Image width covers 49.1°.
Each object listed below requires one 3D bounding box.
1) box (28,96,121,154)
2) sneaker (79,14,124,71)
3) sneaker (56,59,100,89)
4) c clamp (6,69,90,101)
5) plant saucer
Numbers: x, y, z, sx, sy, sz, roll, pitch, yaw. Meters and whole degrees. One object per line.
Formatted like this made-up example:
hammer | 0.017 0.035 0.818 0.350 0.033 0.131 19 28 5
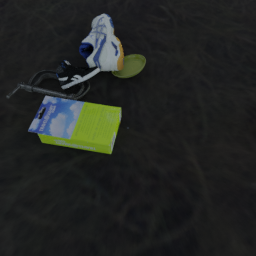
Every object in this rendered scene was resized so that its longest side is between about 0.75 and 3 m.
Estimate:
box | -1.268 -0.103 6.995 2.010 0.479 1.225 9 54 7
sneaker | -0.972 -2.709 8.658 1.175 1.004 2.666 -11 46 -10
sneaker | -1.468 -1.602 7.695 1.318 0.738 0.482 -18 19 27
c clamp | -2.093 -1.101 7.848 1.938 0.262 1.656 10 41 -1
plant saucer | 0.031 -1.839 8.454 1.086 0.169 1.086 -12 45 13
